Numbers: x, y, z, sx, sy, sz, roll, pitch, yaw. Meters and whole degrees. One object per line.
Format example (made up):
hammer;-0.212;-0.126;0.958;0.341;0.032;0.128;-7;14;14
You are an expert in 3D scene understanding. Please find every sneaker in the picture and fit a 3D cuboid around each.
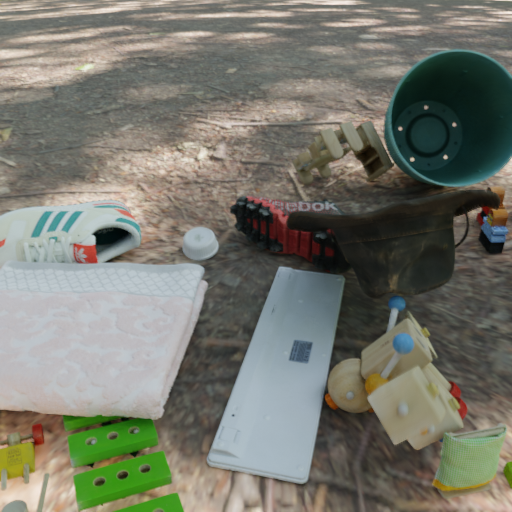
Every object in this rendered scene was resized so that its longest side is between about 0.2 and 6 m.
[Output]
sneaker;0.844;-0.587;10.742;2.754;0.974;1.346;21;38;26
sneaker;-3.501;-0.255;10.109;2.987;1.052;1.397;-14;29;-26

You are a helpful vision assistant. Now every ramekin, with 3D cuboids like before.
ramekin;-1.076;-0.256;10.694;0.690;0.322;0.690;-2;44;2

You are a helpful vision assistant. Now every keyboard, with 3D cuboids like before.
keyboard;0.494;1.417;8.302;1.219;0.231;4.330;12;34;9

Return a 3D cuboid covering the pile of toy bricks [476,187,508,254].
pile of toy bricks;5.498;-0.720;10.095;2.096;1.865;3.778;-1;32;-2

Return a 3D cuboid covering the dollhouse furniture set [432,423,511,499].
dollhouse furniture set;2.918;2.354;6.072;1.844;0.922;0.712;-6;33;-11

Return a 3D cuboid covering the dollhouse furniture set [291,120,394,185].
dollhouse furniture set;2.060;-2.216;13.013;1.842;1.224;1.615;-23;-6;-24

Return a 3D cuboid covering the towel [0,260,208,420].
towel;-2.764;0.987;8.125;3.697;0.596;3.531;2;24;6

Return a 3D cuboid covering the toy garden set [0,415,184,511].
toy garden set;-1.950;2.475;6.163;1.865;0.446;2.237;-10;28;-20

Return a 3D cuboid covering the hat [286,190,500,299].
hat;2.035;-0.075;8.298;3.341;1.348;3.341;-5;-1;0

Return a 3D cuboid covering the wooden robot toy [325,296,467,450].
wooden robot toy;1.619;1.708;7.063;1.515;1.471;3.339;-34;1;16

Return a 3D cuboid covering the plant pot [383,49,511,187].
plant pot;4.261;-2.968;12.930;2.874;2.874;2.306;1;4;2
